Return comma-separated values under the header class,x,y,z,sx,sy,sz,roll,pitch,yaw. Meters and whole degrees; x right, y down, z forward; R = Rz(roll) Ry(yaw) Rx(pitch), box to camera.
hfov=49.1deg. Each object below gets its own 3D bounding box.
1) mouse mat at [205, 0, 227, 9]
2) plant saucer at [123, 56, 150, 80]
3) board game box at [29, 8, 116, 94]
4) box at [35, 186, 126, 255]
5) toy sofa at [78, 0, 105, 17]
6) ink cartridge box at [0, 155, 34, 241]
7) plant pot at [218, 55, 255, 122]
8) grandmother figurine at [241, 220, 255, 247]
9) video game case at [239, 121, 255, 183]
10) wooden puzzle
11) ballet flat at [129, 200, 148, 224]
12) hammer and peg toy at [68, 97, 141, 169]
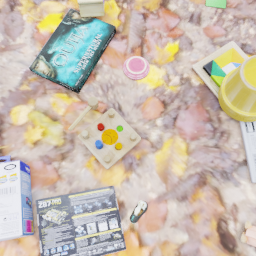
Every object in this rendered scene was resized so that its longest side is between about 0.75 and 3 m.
class,x,y,z,sx,sy,sz,roll,pitch,yaw
mouse mat,3.490,-5.034,11.097,0.824,0.031,0.663,9,70,4
plant saucer,0.299,-2.173,9.943,0.955,0.242,0.955,0,70,1
board game box,-1.944,-2.847,10.097,1.964,0.409,2.904,24,72,9
box,-1.319,2.696,7.759,2.244,0.551,1.809,-8,71,-17
toy sofa,-1.349,-5.257,10.413,0.917,1.081,2.215,-2,58,-1
ink cartridge box,-3.726,1.951,8.059,1.690,0.946,2.477,-10,71,-3
plant pot,3.798,-1.269,8.482,1.798,1.691,1.798,-2,73,7
grandmother figurine,3.970,3.069,7.342,1.823,0.552,1.106,3,61,44
video game case,4.760,0.476,8.782,2.128,0.258,2.337,-6,70,9
wooden puzzle,3.559,-1.994,9.805,2.020,0.376,1.869,-31,73,-11
ballet flat,0.267,1.728,5.973,0.255,0.257,0.750,20,28,15
hammer and peg toy,-0.808,0.119,8.859,1.528,0.733,2.077,-41,75,-12
